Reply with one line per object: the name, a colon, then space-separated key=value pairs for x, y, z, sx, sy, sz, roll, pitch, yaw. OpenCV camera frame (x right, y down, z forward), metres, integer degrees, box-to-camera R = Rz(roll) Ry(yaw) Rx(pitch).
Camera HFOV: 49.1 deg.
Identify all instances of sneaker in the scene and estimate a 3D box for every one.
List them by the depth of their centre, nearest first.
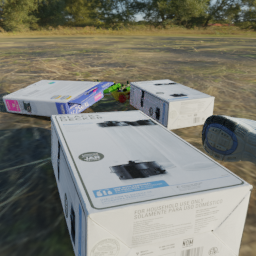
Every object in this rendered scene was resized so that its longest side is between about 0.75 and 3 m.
sneaker: x=2.278 y=0.335 z=4.162 sx=1.063 sy=0.909 sz=2.441 roll=-7 pitch=27 yaw=-31

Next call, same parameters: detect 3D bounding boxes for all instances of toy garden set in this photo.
toy garden set: x=-0.546 y=-1.451 z=10.110 sx=2.196 sy=0.438 sz=1.831 roll=9 pitch=23 yaw=22

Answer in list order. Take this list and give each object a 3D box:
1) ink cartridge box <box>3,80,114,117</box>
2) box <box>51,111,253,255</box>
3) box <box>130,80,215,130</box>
ink cartridge box: x=-1.939 y=-0.871 z=7.996 sx=2.788 sy=0.585 sz=1.664 roll=4 pitch=28 yaw=28
box: x=-0.075 y=0.576 z=3.858 sx=1.723 sy=0.888 sz=2.954 roll=-4 pitch=19 yaw=-18
box: x=1.123 y=-0.767 z=7.978 sx=1.401 sy=0.722 sz=2.402 roll=-8 pitch=23 yaw=-20
